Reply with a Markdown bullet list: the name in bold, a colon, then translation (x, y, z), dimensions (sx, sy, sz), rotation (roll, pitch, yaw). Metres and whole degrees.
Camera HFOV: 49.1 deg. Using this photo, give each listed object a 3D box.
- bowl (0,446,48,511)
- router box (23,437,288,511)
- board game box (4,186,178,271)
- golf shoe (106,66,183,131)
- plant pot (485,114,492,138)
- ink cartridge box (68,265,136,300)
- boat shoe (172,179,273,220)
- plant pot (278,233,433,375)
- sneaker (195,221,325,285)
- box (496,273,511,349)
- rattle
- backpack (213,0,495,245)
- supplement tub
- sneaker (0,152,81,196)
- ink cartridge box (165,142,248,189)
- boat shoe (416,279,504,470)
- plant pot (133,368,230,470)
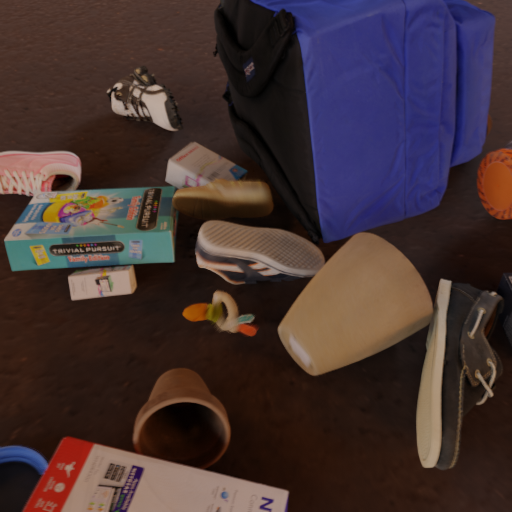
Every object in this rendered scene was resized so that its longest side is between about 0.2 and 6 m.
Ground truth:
- **bowl**: translation (-3.119, 2.937, 6.836), dimensions (1.233, 0.242, 1.233), rotation (0, 41, 0)
- **router box**: translation (-1.340, 3.655, 5.655), dimensions (2.800, 0.762, 3.119), rotation (9, 43, 10)
- **board game box**: translation (-2.813, -0.564, 10.125), dimensions (2.698, 0.633, 2.037), rotation (-4, 29, -4)
- **golf shoe**: translation (-2.737, -3.611, 13.658), dimensions (1.362, 1.121, 2.883), rotation (-28, 41, -14)
- **plant pot**: translation (4.630, -2.760, 12.718), dimensions (1.113, 1.113, 0.970), rotation (23, 65, 23)
- **ink cartridge box**: translation (-2.527, 0.428, 9.288), dimensions (0.976, 0.410, 0.706), rotation (-6, 8, -6)
- **boat shoe**: translation (-0.599, -1.059, 10.105), dimensions (1.791, 0.663, 0.594), rotation (3, 55, -6)
- **plant pot**: translation (1.300, 0.863, 8.256), dimensions (1.850, 1.732, 1.732), rotation (-34, 51, -18)
- **sneaker**: translation (0.033, 0.027, 9.682), dimensions (2.206, 0.876, 0.865), rotation (14, 48, -9)
- **box**: translation (4.539, 0.933, 8.679), dimensions (1.246, 0.768, 1.236), rotation (0, 42, 0)
- **rattle**: translation (-0.546, 0.955, 8.534), dimensions (0.686, 0.625, 0.961), rotation (9, 25, -42)
- **backpack**: translation (1.587, -3.313, 10.967), dimensions (4.384, 4.245, 5.224), rotation (-16, 36, -15)
- **supplement tub**: translation (5.831, -1.570, 10.793), dimensions (2.730, 1.673, 1.673), rotation (-10, 43, -11)
- **sneaker**: translation (-4.653, -1.569, 11.409), dimensions (2.187, 0.823, 1.143), rotation (-11, 38, -18)
- **ink cartridge box**: translation (-1.020, -1.637, 11.428), dimensions (1.355, 0.573, 0.979), rotation (31, 44, 10)
- **boat shoe**: translation (2.862, 1.525, 7.746), dimensions (1.083, 1.150, 3.204), rotation (15, 41, 15)
- **plant pot**: translation (-0.995, 2.032, 7.314), dimensions (1.203, 1.203, 1.049), rotation (-8, 25, -8)
